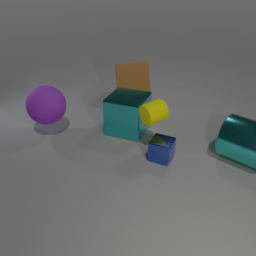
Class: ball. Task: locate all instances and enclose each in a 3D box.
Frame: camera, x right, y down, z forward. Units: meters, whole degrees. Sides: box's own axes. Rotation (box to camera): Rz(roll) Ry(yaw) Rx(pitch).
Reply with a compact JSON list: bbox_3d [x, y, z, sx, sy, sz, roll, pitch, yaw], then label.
[{"bbox_3d":[-2.909,-0.818,9.981,1.400,1.400,1.400,0,30,0],"label":"ball"}]

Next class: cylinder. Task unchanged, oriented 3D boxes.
[{"bbox_3d":[3.661,0.415,8.661,1.400,1.400,1.400,24,37,35],"label":"cylinder"},{"bbox_3d":[0.824,-0.501,8.936,0.700,0.700,0.700,-22,36,-23],"label":"cylinder"}]

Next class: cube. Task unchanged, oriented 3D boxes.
[{"bbox_3d":[-0.003,-0.546,10.348,1.400,1.400,1.400,11,32,19],"label":"cube"},{"bbox_3d":[0.246,-2.134,12.395,1.400,1.400,1.400,-4,7,4],"label":"cube"},{"bbox_3d":[1.078,0.676,8.926,0.700,0.700,0.700,14,33,23],"label":"cube"}]
